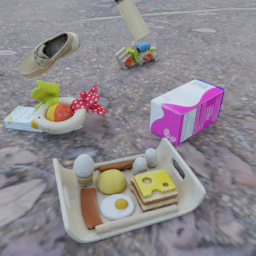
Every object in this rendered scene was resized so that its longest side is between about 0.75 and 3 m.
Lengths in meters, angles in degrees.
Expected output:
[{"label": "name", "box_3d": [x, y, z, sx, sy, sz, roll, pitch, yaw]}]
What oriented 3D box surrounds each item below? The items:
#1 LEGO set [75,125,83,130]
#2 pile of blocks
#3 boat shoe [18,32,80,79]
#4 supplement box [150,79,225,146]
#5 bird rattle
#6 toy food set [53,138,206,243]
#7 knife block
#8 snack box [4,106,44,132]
[{"label": "LEGO set", "box_3d": [-1.667, -0.318, 8.690, 0.436, 0.353, 0.947, -21, 40, -29]}, {"label": "pile of blocks", "box_3d": [0.609, -3.358, 12.654, 2.486, 1.021, 0.773, -27, 42, -34]}, {"label": "boat shoe", "box_3d": [-2.325, -2.065, 7.768, 2.057, 0.733, 0.664, -29, -3, 16]}, {"label": "supplement box", "box_3d": [1.762, -0.540, 8.351, 2.145, 1.108, 1.085, -26, 42, -35]}, {"label": "bird rattle", "box_3d": [-1.839, -0.465, 8.356, 2.271, 1.279, 1.851, 14, 46, 5]}, {"label": "toy food set", "box_3d": [-0.063, 1.089, 6.111, 2.867, 0.866, 2.057, -11, 35, -16]}, {"label": "knife block", "box_3d": [-0.014, -3.728, 8.773, 0.524, 1.438, 1.638, -30, 58, 13]}, {"label": "snack box", "box_3d": [-3.034, -0.288, 8.667, 1.227, 0.325, 0.873, 7, 34, 10]}]
